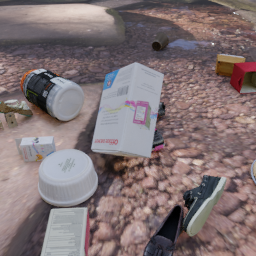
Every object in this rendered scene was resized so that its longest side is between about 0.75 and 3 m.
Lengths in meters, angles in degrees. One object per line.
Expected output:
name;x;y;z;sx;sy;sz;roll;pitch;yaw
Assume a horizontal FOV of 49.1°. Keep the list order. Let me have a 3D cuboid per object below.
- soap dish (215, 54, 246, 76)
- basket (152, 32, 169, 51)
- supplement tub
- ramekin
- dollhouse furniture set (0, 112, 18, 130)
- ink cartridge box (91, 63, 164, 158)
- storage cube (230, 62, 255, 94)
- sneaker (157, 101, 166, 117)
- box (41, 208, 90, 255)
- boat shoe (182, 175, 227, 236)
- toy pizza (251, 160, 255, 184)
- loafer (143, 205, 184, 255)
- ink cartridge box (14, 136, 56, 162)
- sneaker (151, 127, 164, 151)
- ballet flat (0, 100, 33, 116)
soap dish;4.947;-3.017;13.684;1.314;1.034;0.534;14;54;20
basket;1.939;-5.218;17.116;0.730;0.968;1.074;-24;23;45
supplement tub;-2.955;-1.344;10.704;2.455;1.504;1.504;28;43;34
ramekin;-1.644;1.247;7.540;1.635;0.761;1.635;-1;34;0
dollhouse furniture set;-4.518;-0.336;10.018;0.868;0.608;0.612;-18;38;-25
ink cartridge box;-0.060;-0.398;7.996;1.022;2.414;1.744;17;-11;-31
storage cube;5.330;-2.261;12.473;1.222;1.045;1.099;-4;34;-6
sneaker;1.080;-0.856;10.902;0.667;0.483;1.365;-8;37;-10
box;-1.263;2.410;5.868;0.832;0.709;1.302;-1;34;-2
boat shoe;1.710;1.734;6.802;0.711;0.802;2.145;22;38;30
toy pizza;4.657;1.374;7.696;2.368;0.375;2.368;0;34;0
loafer;0.782;2.379;6.054;0.635;0.556;1.766;16;37;23
ink cartridge box;-2.826;0.650;8.503;1.167;0.672;0.396;-3;34;-5
sneaker;0.512;-0.155;9.378;0.861;1.021;2.335;-11;36;-16
ballet flat;-4.024;-0.754;10.171;0.491;0.523;1.447;32;15;36
